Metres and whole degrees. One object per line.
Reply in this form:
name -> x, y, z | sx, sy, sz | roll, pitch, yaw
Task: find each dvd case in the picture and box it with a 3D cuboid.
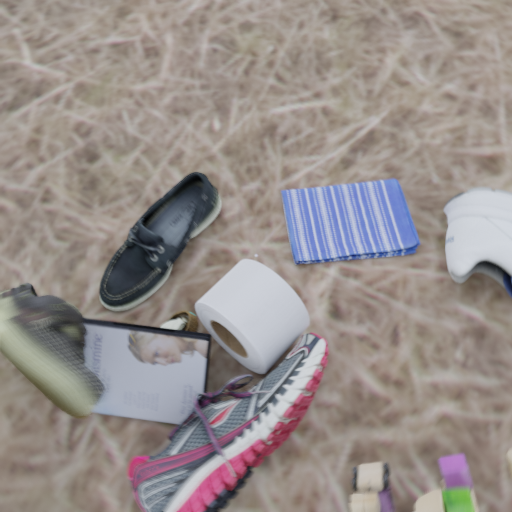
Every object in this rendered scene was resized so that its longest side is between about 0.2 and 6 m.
dvd case -> -1.512, 1.525, 7.320 | 1.773, 0.156, 1.265 | 7, 101, 4

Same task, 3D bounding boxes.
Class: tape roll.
tape roll -> -0.060, 0.812, 7.506 | 1.311, 1.311, 0.900 | 38, 66, 20

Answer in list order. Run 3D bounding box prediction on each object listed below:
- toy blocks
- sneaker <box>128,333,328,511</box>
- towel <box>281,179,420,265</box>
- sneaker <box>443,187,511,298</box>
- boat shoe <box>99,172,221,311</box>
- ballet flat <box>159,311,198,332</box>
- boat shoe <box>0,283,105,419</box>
toy blocks -> 2.219, 3.389, 5.897 | 2.130, 1.990, 1.793 | -13, 103, 17
sneaker -> -0.231, 1.994, 6.887 | 1.124, 1.214, 3.011 | 40, 68, 22
towel -> 1.475, -0.582, 8.923 | 1.989, 0.237, 1.440 | -6, 60, -3
sneaker -> 4.381, 0.081, 8.158 | 3.378, 1.258, 1.471 | 11, 72, 14
boat shoe -> -1.468, -0.296, 8.369 | 0.939, 0.833, 2.513 | 38, 70, 19
ballet flat -> -1.395, 1.260, 7.689 | 1.480, 0.535, 0.502 | -40, 68, -20
boat shoe -> -2.575, 0.930, 6.789 | 0.966, 1.051, 2.941 | -41, 37, -26
